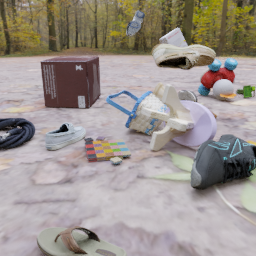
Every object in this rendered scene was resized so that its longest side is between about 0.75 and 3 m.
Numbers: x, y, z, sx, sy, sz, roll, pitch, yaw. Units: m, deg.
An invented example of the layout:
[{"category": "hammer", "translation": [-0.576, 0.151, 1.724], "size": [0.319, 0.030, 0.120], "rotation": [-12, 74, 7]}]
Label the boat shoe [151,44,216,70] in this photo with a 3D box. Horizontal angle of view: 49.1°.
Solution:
[{"category": "boat shoe", "translation": [2.186, -2.568, 10.599], "size": [2.622, 0.946, 0.852], "rotation": [1, 58, -19]}]

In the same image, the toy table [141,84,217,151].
[{"category": "toy table", "translation": [1.450, -0.229, 8.539], "size": [1.268, 1.991, 2.165], "rotation": [8, 0, -32]}]

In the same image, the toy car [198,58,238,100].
[{"category": "toy car", "translation": [5.234, -2.285, 15.265], "size": [2.017, 2.102, 2.281], "rotation": [-6, 48, -17]}]

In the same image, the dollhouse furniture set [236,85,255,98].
[{"category": "dollhouse furniture set", "translation": [6.815, -1.993, 16.166], "size": [0.870, 0.672, 1.741], "rotation": [-3, -2, 13]}]

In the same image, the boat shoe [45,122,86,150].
[{"category": "boat shoe", "translation": [-1.977, 0.154, 9.080], "size": [0.616, 0.629, 1.765], "rotation": [10, 21, 27]}]

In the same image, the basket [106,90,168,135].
[{"category": "basket", "translation": [0.334, -0.703, 10.139], "size": [1.992, 1.385, 1.756], "rotation": [37, 28, 10]}]

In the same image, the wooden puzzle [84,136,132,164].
[{"category": "wooden puzzle", "translation": [-0.632, 0.647, 8.365], "size": [1.231, 0.146, 2.076], "rotation": [-4, 19, -11]}]

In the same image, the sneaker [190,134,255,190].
[{"category": "sneaker", "translation": [2.399, 0.760, 6.663], "size": [1.079, 1.027, 2.723], "rotation": [17, 25, 36]}]

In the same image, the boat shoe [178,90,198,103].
[{"category": "boat shoe", "translation": [3.218, -1.644, 14.449], "size": [0.581, 0.682, 2.040], "rotation": [-8, 16, -11]}]

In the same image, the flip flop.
[{"category": "flip flop", "translation": [-0.730, 1.805, 4.408], "size": [1.512, 0.435, 0.613], "rotation": [8, 20, 22]}]

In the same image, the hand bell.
[{"category": "hand bell", "translation": [2.413, -0.885, 11.873], "size": [2.716, 1.414, 1.414], "rotation": [20, 24, 19]}]

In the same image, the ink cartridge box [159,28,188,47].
[{"category": "ink cartridge box", "translation": [2.162, -3.761, 12.859], "size": [0.930, 1.284, 0.539], "rotation": [-38, 19, -20]}]

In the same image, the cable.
[{"category": "cable", "translation": [-4.554, -0.029, 9.469], "size": [2.394, 0.745, 2.934], "rotation": [-13, 22, -34]}]

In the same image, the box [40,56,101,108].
[{"category": "box", "translation": [-2.772, -2.432, 14.276], "size": [2.246, 2.269, 2.736], "rotation": [2, 18, 6]}]

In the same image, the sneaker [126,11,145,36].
[{"category": "sneaker", "translation": [0.307, -4.388, 12.066], "size": [0.536, 0.627, 1.439], "rotation": [30, 61, -3]}]
